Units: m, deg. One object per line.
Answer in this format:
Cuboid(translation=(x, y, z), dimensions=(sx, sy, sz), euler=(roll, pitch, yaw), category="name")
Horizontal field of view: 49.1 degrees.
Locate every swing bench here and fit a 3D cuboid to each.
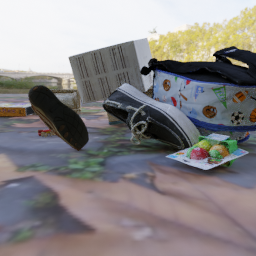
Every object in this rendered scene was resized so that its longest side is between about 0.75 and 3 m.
Cuboid(translation=(-3.192, -1.324, 13.217), dimensions=(1.905, 1.243, 1.916), euler=(-2, 4, -10), category="swing bench")

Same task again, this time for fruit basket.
Cuboid(translation=(1.217, 0.377, 4.375), dimensions=(0.949, 0.445, 0.879), euler=(-9, 12, -30), category="fruit basket")

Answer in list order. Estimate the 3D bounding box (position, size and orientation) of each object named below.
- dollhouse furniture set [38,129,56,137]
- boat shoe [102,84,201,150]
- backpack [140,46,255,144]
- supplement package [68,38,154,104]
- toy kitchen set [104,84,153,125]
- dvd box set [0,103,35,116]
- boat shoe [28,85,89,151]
Cuboid(translation=(-1.996, 0.006, 7.199), dimensions=(0.423, 0.320, 0.786), euler=(5, 10, 28), category="dollhouse furniture set")
Cuboid(translation=(0.347, -0.137, 5.771), dimensions=(0.862, 0.932, 2.524), euler=(-37, 51, -18), category="boat shoe")
Cuboid(translation=(1.884, -0.646, 5.962), dimensions=(2.517, 1.939, 2.398), euler=(-15, 19, -24), category="backpack")
Cuboid(translation=(-0.362, -1.756, 8.458), dimensions=(1.968, 1.448, 1.882), euler=(-9, 16, 19), category="supplement package")
Cuboid(translation=(0.906, -0.682, 9.398), dimensions=(2.732, 1.609, 2.189), euler=(-10, 16, 16), category="toy kitchen set")
Cuboid(translation=(-5.597, -0.819, 12.309), dimensions=(2.923, 0.430, 2.138), euler=(0, 9, -2), category="dvd box set")
Cuboid(translation=(-1.372, -0.180, 5.529), dimensions=(0.562, 1.486, 0.549), euler=(-41, 2, -31), category="boat shoe")
